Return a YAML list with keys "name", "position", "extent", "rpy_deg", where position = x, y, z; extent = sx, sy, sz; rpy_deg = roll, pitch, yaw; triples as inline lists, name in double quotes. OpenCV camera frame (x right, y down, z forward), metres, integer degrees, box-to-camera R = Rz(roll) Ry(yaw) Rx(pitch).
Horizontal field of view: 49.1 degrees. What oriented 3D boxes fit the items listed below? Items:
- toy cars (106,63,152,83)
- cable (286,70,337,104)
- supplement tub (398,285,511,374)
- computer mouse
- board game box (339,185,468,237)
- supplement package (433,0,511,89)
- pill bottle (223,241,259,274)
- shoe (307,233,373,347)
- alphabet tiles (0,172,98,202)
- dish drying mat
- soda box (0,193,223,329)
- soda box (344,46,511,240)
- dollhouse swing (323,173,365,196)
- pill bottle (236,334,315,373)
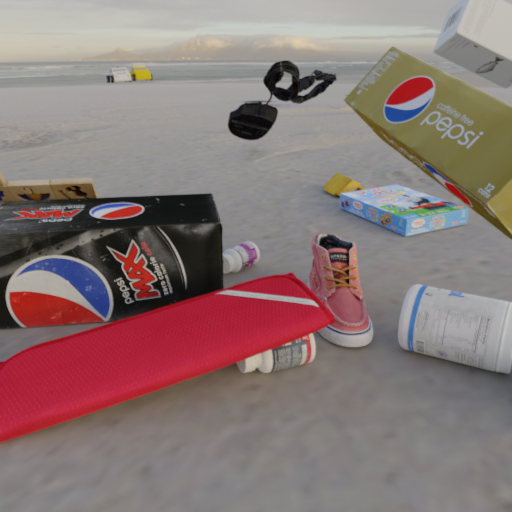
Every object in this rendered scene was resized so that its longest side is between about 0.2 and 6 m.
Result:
- name: "toy cars"
  position: [-1.444, -2.083, 6.367]
  extent: [0.402, 0.199, 0.898]
  rpy_deg: [3, 20, 17]
- name: "cable"
  position: [1.169, -3.647, 12.058]
  extent: [0.960, 0.299, 1.177]
  rpy_deg: [-18, -6, -34]
- name: "supplement tub"
  position: [2.464, 0.866, 6.807]
  extent: [1.297, 0.856, 0.856]
  rpy_deg: [11, 24, 26]
- name: "computer mouse"
  position: [0.099, -2.111, 7.557]
  extent: [0.642, 0.373, 2.191]
  rpy_deg: [12, -13, -16]
- name: "board game box"
  position: [3.160, -1.042, 12.244]
  extent: [1.693, 0.410, 2.238]
  rpy_deg: [-11, 23, -26]
- name: "supplement package"
  position: [3.963, -3.641, 9.442]
  extent: [1.510, 0.885, 0.882]
  rpy_deg: [23, -5, -7]
- name: "pill bottle"
  position: [-0.318, 0.043, 9.480]
  extent: [0.421, 0.421, 0.750]
  rpy_deg: [16, 27, 35]
- name: "shoe"
  position: [1.128, 0.395, 7.856]
  extent: [0.741, 0.944, 2.075]
  rpy_deg: [-2, 22, -5]
- name: "alphabet tiles"
  position: [-4.308, -0.672, 8.836]
  extent: [3.660, 0.138, 3.059]
  rpy_deg: [-3, -23, -8]
- name: "dish drying mat"
  position: [-1.082, 0.991, 6.321]
  extent: [3.727, 0.339, 1.431]
  rpy_deg: [-16, 27, -12]
- name: "soda box"
  position: [-2.765, 0.046, 8.064]
  extent: [4.514, 1.430, 1.597]
  rpy_deg: [-4, 23, -8]
- name: "soda box"
  position: [2.400, -1.473, 6.894]
  extent: [1.063, 1.004, 3.138]
  rpy_deg: [33, 17, -37]
- name: "dollhouse swing"
  position: [2.286, -1.636, 14.124]
  extent: [0.746, 0.721, 0.821]
  rpy_deg: [-45, 30, 0]
- name: "pill bottle"
  position: [0.208, 1.101, 6.658]
  extent: [0.875, 0.523, 0.523]
  rpy_deg: [-10, 23, -22]
